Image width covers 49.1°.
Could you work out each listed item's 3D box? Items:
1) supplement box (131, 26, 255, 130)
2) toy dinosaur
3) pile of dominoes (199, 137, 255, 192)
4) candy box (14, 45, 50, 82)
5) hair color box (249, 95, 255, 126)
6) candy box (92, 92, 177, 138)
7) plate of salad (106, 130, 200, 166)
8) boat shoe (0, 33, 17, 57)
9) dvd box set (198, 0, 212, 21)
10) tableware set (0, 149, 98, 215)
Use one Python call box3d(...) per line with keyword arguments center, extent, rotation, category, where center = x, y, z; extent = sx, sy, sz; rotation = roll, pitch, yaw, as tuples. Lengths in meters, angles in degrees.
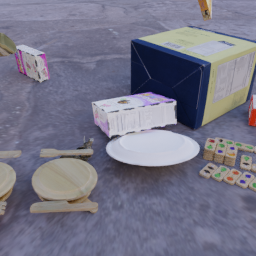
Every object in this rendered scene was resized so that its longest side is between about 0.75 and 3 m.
box3d(center=(2.130, -1.872, 9.196), extent=(2.975, 1.999, 2.978), rotation=(-24, 40, -32), category="supplement box")
box3d(center=(-1.291, 0.756, 6.714), extent=(1.370, 0.527, 0.701), rotation=(-28, 31, -30), category="toy dinosaur")
box3d(center=(2.912, 0.785, 6.687), extent=(2.166, 0.345, 1.688), rotation=(13, 35, 20), category="pile of dominoes")
box3d(center=(-3.833, -2.581, 11.121), extent=(1.598, 1.090, 0.487), rotation=(28, 44, 34), category="candy box")
box3d(center=(4.656, -0.383, 8.210), extent=(2.007, 0.615, 1.019), rotation=(11, 34, 17), category="hair color box")
box3d(center=(0.121, -0.435, 7.857), extent=(1.931, 0.691, 1.620), rotation=(-12, 18, -17), category="candy box")
box3d(center=(0.588, 0.530, 6.789), extent=(2.222, 0.534, 2.222), rotation=(-2, 18, 1), category="plate of salad")
box3d(center=(-2.802, -1.822, 5.537), extent=(0.431, 1.259, 0.470), rotation=(-21, 59, 14), category="boat shoe")
box3d(center=(0.926, -1.848, 3.538), extent=(0.113, 0.770, 0.563), rotation=(-6, 56, 27), category="dvd box set")
box3d(center=(-2.083, 1.195, 5.681), extent=(2.896, 0.580, 1.915), rotation=(-1, 30, -10), category="tableware set")
